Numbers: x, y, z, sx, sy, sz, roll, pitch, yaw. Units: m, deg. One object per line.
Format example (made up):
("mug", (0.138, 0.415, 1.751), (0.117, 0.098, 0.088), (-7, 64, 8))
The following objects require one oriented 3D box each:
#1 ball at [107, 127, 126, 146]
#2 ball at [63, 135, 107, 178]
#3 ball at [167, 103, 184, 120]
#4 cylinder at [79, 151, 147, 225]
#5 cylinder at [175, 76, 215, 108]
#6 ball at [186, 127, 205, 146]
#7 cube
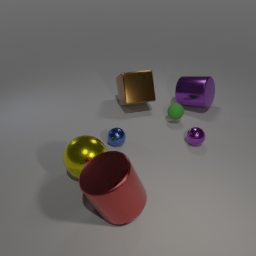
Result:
("ball", (-0.431, 0.328, 10.525), (0.700, 0.700, 0.700), (0, 31, 0))
("ball", (-1.330, 0.913, 8.832), (1.400, 1.400, 1.400), (0, 31, 0))
("ball", (2.025, -0.701, 11.896), (0.700, 0.700, 0.700), (0, 31, 0))
("cylinder", (-0.364, 1.560, 7.353), (1.400, 1.400, 1.400), (-16, 39, 13))
("cylinder", (3.108, -1.682, 12.934), (1.400, 1.400, 1.400), (8, 30, 35))
("ball", (2.549, 0.314, 10.523), (0.700, 0.700, 0.700), (0, 31, 0))
("cube", (0.334, -1.827, 12.982), (1.400, 1.400, 1.400), (-9, 4, -14))
